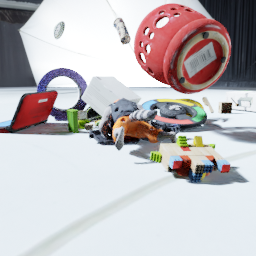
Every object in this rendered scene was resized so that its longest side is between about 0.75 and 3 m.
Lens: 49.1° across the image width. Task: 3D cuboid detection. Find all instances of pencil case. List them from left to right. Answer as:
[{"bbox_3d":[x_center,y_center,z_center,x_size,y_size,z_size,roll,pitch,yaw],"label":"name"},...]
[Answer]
[{"bbox_3d":[-0.279,-4.405,12.801,0.509,1.309,0.585,0,-32,-35],"label":"pencil case"}]

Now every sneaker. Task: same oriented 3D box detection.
[{"bbox_3d":[-1.739,-0.731,12.551,0.664,0.767,1.852,10,15,42],"label":"sneaker"}]

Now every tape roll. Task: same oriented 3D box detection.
[{"bbox_3d":[-3.014,-1.615,12.988,2.326,2.326,0.988,-3,10,-16],"label":"tape roll"}]

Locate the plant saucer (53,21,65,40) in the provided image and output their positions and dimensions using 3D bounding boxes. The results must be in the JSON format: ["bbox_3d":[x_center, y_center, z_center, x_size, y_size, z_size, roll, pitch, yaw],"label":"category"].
[{"bbox_3d":[-3.307,-4.664,13.272,0.232,0.924,0.924,28,14,4],"label":"plant saucer"}]

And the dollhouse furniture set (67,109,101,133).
[{"bbox_3d":[-1.230,-0.358,10.509,2.079,0.802,1.039,-7,14,-34],"label":"dollhouse furniture set"}]

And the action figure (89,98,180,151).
[{"bbox_3d":[0.421,-0.211,8.041,2.926,1.530,2.831,-8,23,-19],"label":"action figure"}]

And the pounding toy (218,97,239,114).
[{"bbox_3d":[5.326,-1.213,14.842,0.973,0.855,0.445,-1,11,-5],"label":"pounding toy"}]

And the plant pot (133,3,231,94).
[{"bbox_3d":[1.823,-2.528,9.298,2.652,2.652,2.415,-5,35,-24],"label":"plant pot"}]

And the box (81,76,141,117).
[{"bbox_3d":[-0.697,-1.310,12.371,1.826,1.200,1.835,40,25,16],"label":"box"}]

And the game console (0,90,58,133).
[{"bbox_3d":[-4.176,-0.712,10.822,1.492,2.167,2.514,28,15,6],"label":"game console"}]

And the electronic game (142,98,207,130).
[{"bbox_3d":[1.779,-0.625,11.084,2.659,0.553,2.659,4,26,-2],"label":"electronic game"}]

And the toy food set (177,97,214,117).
[{"bbox_3d":[2.574,-0.657,12.557,2.401,0.784,1.413,-5,39,-10],"label":"toy food set"}]

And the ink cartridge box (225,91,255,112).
[{"bbox_3d":[7.141,-1.526,15.956,1.816,1.049,2.496,-6,13,-31],"label":"ink cartridge box"}]

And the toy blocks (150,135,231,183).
[{"bbox_3d":[1.311,0.690,5.638,1.477,0.738,1.010,1,22,-14],"label":"toy blocks"}]
